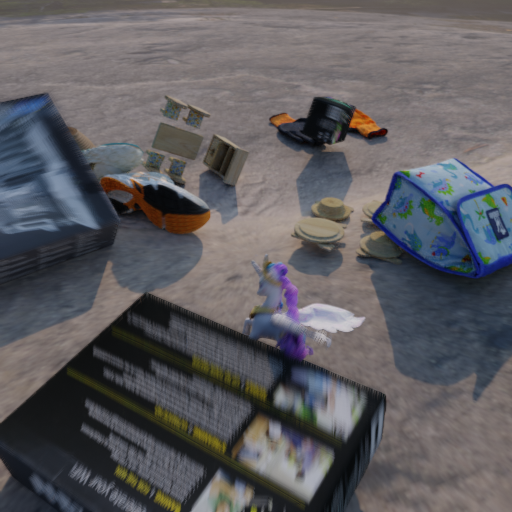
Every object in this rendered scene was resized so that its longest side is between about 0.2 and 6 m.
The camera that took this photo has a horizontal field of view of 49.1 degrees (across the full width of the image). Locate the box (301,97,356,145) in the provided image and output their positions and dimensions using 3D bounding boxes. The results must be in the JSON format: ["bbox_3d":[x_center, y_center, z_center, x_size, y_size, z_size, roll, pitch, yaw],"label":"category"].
[{"bbox_3d":[1.886,-3.489,14.392,0.835,0.998,1.344,26,23,16],"label":"box"}]

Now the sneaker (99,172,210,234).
[{"bbox_3d":[-1.937,-1.297,11.670,2.691,1.019,1.238,20,33,26],"label":"sneaker"}]

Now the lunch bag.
[{"bbox_3d":[3.701,-0.629,10.209,2.001,1.500,2.354,-17,52,-36],"label":"lunch bag"}]

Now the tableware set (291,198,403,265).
[{"bbox_3d":[1.948,-0.627,11.196,2.113,0.293,2.530,12,31,13],"label":"tableware set"}]

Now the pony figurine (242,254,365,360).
[{"bbox_3d":[0.383,0.985,7.320,1.614,1.672,1.393,25,13,28],"label":"pony figurine"}]

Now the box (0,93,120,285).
[{"bbox_3d":[-4.929,-1.026,9.802,3.986,0.992,3.143,-22,72,-32],"label":"box"}]

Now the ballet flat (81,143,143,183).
[{"bbox_3d":[-3.607,-1.945,12.568,2.610,0.937,0.937,1,29,30],"label":"ballet flat"}]

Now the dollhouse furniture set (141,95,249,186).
[{"bbox_3d":[-1.367,-2.440,12.831,1.939,1.699,1.288,11,20,-36],"label":"dollhouse furniture set"}]

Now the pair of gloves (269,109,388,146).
[{"bbox_3d":[2.019,-3.817,16.199,2.884,0.357,2.569,-14,35,-20],"label":"pair of gloves"}]

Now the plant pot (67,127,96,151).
[{"bbox_3d":[-4.825,-2.678,13.950,1.808,0.835,1.808,0,33,0],"label":"plant pot"}]

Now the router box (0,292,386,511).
[{"bbox_3d":[-0.729,2.001,6.230,3.527,0.901,2.631,19,45,28],"label":"router box"}]
